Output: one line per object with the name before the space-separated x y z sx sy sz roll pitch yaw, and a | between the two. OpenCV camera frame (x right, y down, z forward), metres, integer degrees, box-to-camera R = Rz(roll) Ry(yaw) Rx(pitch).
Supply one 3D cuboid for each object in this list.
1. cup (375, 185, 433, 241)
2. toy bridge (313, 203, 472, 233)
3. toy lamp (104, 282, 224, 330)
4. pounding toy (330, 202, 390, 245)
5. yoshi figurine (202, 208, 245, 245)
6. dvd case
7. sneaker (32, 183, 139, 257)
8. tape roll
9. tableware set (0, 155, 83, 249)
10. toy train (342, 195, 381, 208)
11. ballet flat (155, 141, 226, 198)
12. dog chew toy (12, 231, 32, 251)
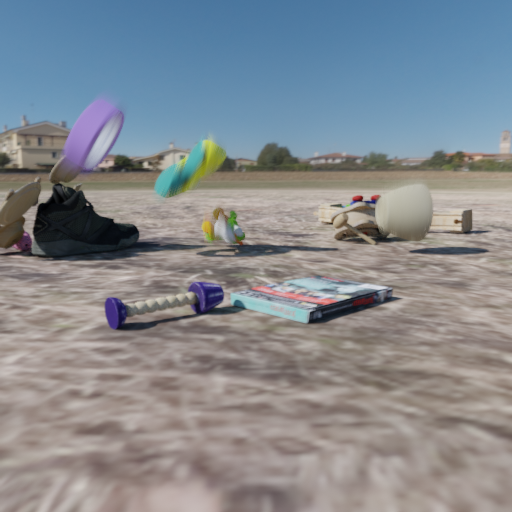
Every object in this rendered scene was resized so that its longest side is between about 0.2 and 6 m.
cup | 2.930 -0.886 11.397 0.827 1.156 1.156 1 8 -14
toy bridge | 3.701 -1.111 16.455 4.764 0.648 1.601 7 12 39
toy lamp | -1.008 0.550 6.437 1.404 0.409 0.409 -9 12 -35
pounding toy | 2.479 -0.576 13.510 1.934 1.109 1.106 5 -23 -32
yoshi figurine | -0.673 -0.608 11.673 0.718 0.715 1.277 -3 -14 22
dvd case | 0.741 0.520 7.236 1.290 0.194 1.767 8 13 44
sneaker | -3.496 -0.791 11.816 0.968 1.450 2.531 10 11 40
tape roll | -2.984 -2.226 10.379 0.413 1.258 1.258 32 9 -1
tableware set | -4.446 -1.086 11.435 2.332 0.324 2.791 -48 0 43
toy train | 3.781 -1.489 18.669 2.144 0.907 1.240 -5 -4 -28
ballet flat | -1.315 -1.707 11.517 0.666 0.663 1.986 2 -22 -41
dog chew toy | -5.024 -0.306 12.035 0.436 0.436 0.701 -6 19 -36
